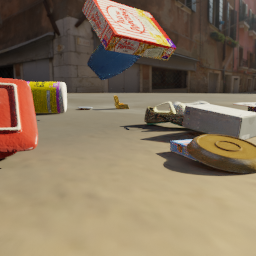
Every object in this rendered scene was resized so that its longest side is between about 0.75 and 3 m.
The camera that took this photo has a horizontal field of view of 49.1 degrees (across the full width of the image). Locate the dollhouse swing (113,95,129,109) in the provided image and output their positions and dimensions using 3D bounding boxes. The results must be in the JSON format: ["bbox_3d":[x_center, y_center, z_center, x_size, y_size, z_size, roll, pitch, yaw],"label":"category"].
[{"bbox_3d":[-0.376,-1.464,15.828,0.779,0.753,0.857,-3,8,-17],"label":"dollhouse swing"}]

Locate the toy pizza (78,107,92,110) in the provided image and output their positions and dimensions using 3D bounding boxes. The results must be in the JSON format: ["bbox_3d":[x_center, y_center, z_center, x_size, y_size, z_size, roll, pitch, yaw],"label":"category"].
[{"bbox_3d":[-2.346,-1.078,15.339,0.820,0.130,0.820,1,7,0],"label":"toy pizza"}]

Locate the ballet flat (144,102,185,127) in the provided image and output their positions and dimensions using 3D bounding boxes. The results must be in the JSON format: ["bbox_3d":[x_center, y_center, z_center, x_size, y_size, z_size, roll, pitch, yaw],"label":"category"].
[{"bbox_3d":[1.387,-0.428,8.836,2.116,0.797,0.718,8,12,41],"label":"ballet flat"}]

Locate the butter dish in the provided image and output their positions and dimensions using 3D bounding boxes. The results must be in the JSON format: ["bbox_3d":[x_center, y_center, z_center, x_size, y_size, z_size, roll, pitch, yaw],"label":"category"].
[{"bbox_3d":[-2.616,-0.005,5.051,1.711,1.265,1.706,-2,53,-27],"label":"butter dish"}]

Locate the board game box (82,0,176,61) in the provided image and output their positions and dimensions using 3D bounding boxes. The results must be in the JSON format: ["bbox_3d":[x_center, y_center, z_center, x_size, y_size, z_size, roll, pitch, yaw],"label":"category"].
[{"bbox_3d":[0.060,-2.660,7.572,2.187,0.506,1.656,-4,54,-40],"label":"board game box"}]

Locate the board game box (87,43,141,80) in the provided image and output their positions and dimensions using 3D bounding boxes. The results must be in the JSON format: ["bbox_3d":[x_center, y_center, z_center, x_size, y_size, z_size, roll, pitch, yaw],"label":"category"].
[{"bbox_3d":[-0.492,-2.977,10.724,2.296,0.566,2.906,-35,-15,5],"label":"board game box"}]

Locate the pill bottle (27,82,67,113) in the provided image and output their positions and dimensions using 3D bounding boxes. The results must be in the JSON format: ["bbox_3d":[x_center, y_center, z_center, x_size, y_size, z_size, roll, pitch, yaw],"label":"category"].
[{"bbox_3d":[-4.340,-1.419,13.104,2.823,1.471,1.471,-1,9,-9],"label":"pill bottle"}]

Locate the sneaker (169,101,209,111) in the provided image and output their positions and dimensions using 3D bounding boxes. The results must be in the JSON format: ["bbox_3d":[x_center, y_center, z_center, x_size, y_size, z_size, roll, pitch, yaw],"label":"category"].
[{"bbox_3d":[2.668,-0.731,11.925,1.772,0.664,0.883,-3,22,6],"label":"sneaker"}]

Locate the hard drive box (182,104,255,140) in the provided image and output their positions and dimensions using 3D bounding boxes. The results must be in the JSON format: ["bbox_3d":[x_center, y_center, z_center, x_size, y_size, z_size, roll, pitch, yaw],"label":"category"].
[{"bbox_3d":[2.449,-0.198,7.353,1.233,0.608,1.582,-8,18,-43],"label":"hard drive box"}]

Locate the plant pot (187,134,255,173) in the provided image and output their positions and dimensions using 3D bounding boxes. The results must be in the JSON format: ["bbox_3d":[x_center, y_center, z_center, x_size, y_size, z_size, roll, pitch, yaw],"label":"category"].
[{"bbox_3d":[1.691,0.369,4.765,1.353,0.186,1.353,4,19,-1],"label":"plant pot"}]

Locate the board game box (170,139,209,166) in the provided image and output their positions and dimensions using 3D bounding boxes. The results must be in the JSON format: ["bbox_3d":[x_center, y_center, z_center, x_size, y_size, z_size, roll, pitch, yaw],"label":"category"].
[{"bbox_3d":[1.513,0.408,5.193,0.958,0.232,1.266,-3,9,-21],"label":"board game box"}]

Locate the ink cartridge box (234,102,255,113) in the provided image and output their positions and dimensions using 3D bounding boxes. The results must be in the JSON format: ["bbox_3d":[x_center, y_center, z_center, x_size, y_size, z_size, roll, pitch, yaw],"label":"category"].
[{"bbox_3d":[5.618,-0.701,11.313,2.390,0.602,1.302,-4,11,-17],"label":"ink cartridge box"}]
